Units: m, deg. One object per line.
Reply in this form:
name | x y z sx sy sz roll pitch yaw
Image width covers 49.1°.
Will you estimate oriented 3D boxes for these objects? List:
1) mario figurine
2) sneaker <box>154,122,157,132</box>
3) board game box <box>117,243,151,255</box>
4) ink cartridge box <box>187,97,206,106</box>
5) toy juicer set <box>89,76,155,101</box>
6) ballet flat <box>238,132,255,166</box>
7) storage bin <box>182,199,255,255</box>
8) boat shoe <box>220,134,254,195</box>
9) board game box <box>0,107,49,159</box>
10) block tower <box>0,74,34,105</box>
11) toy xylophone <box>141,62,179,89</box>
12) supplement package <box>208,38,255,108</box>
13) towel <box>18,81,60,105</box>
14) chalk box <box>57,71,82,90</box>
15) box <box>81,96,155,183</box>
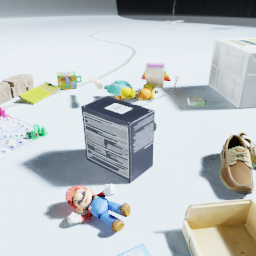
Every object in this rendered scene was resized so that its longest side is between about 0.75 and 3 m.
mario figurine | -0.713 1.549 5.651 1.410 0.747 0.870 16 31 25
sneaker | 0.696 -0.167 9.511 0.392 0.396 1.092 25 30 -25
board game box | 0.115 2.585 4.088 1.218 0.295 1.610 -14 30 -25
ink cartridge box | 2.789 -1.169 11.564 0.655 0.216 0.900 1 29 3
toy juicer set | -0.319 -1.439 11.331 2.913 0.793 1.853 9 20 0
ballet flat | 3.452 0.592 7.807 0.514 0.472 1.498 -5 28 -11
storage bin | 1.813 1.992 4.862 1.392 0.657 1.402 -3 28 -7
boat shoe | 2.706 0.819 7.053 0.764 0.745 2.018 4 27 8
board game box | -4.486 0.211 8.666 2.889 0.374 2.889 19 33 34
block tower | -5.145 -1.627 11.900 0.708 0.758 2.623 11 27 20
toy xylophone | 1.353 -2.138 11.910 1.543 0.529 2.107 6 -8 -1
supplement package | 5.128 -2.446 11.837 2.221 2.205 2.927 -5 27 -9
towel | -3.785 -1.551 12.105 0.804 0.169 1.869 24 33 11
chalk box | -2.728 -2.235 13.106 1.108 0.692 0.687 -7 28 -10
box | -0.253 0.227 7.217 1.660 1.647 1.023 21 34 35
